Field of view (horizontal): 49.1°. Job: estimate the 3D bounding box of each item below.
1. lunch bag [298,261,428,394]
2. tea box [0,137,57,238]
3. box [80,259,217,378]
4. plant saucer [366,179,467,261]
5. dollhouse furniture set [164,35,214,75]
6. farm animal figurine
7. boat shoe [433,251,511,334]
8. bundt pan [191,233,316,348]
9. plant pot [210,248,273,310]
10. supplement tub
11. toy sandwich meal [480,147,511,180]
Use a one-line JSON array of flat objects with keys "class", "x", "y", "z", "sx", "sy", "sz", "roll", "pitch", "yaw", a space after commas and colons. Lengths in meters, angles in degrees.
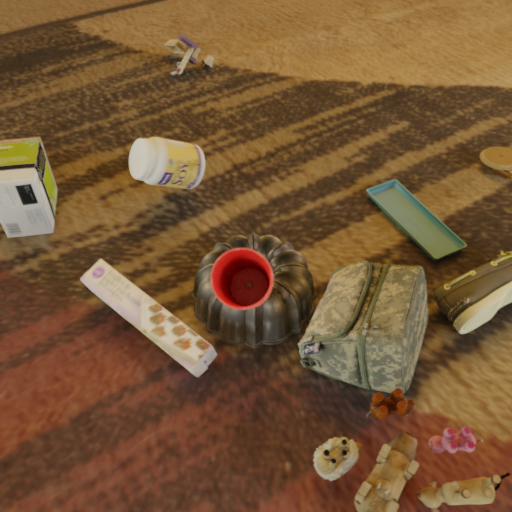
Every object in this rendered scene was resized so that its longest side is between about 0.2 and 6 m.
[{"class": "lunch bag", "x": 1.828, "y": 1.140, "z": 9.477, "sx": 1.770, "sy": 1.470, "sz": 2.110, "roll": 4, "pitch": 44, "yaw": 27}, {"class": "tea box", "x": -4.892, "y": -1.446, "z": 11.792, "sx": 1.000, "sy": 1.497, "sz": 1.473, "roll": -6, "pitch": 47, "yaw": -6}, {"class": "box", "x": -1.904, "y": 1.063, "z": 9.828, "sx": 2.788, "sy": 0.578, "sz": 0.539, "roll": 34, "pitch": 71, "yaw": 21}, {"class": "plant saucer", "x": 3.388, "y": -0.788, "z": 12.067, "sx": 0.847, "sy": 0.230, "sz": 2.422, "roll": -21, "pitch": 49, "yaw": -18}, {"class": "dollhouse furniture set", "x": -2.256, "y": -5.811, "z": 16.884, "sx": 1.526, "sy": 1.209, "sz": 1.083, "roll": 31, "pitch": 93, "yaw": 53}, {"class": "farm animal figurine", "x": 2.140, "y": 3.050, "z": 7.968, "sx": 2.018, "sy": 1.064, "sz": 2.040, "roll": -37, "pitch": 63, "yaw": -15}, {"class": "boat shoe", "x": 4.607, "y": 0.381, "z": 10.386, "sx": 2.927, "sy": 1.046, "sz": 0.875, "roll": -26, "pitch": 57, "yaw": -18}, {"class": "bundt pan", "x": -0.042, "y": 0.463, "z": 10.420, "sx": 2.401, "sy": 0.901, "sz": 2.401, "roll": 0, "pitch": 46, "yaw": 0}, {"class": "plant pot", "x": -0.167, "y": 0.434, "z": 9.100, "sx": 1.007, "sy": 0.891, "sz": 1.007, "roll": -2, "pitch": 78, "yaw": 8}, {"class": "supplement tub", "x": -1.915, "y": -1.996, "z": 12.047, "sx": 1.388, "sy": 1.009, "sz": 1.009, "roll": 1, "pitch": 39, "yaw": -40}, {"class": "toy sandwich meal", "x": 5.836, "y": -2.230, "z": 13.361, "sx": 1.027, "sy": 0.352, "sz": 1.027, "roll": -2, "pitch": 44, "yaw": 1}]
